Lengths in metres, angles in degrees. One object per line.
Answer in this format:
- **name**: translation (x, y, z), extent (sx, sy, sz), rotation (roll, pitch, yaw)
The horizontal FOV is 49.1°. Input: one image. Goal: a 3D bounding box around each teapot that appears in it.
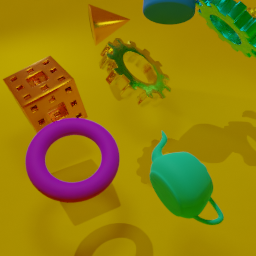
- **teapot**: translation (0.778, 0.720, 4.041), extent (0.762, 0.967, 1.556), rotation (-29, 67, -18)

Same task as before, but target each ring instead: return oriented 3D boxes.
- **ring**: translation (-0.897, 0.483, 4.633), extent (1.525, 0.305, 1.525), rotation (4, 56, -6)

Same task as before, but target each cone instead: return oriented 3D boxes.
- **cone**: translation (-0.555, -3.499, 9.294), extent (1.316, 1.311, 1.311), rotation (-12, 40, -7)

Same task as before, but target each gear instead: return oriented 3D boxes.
- **gear**: translation (0.197, -1.291, 6.473), extent (1.794, 0.332, 1.794), rotation (23, 44, -25)
- **gear**: translation (2.451, -2.481, 6.690), extent (0.362, 1.957, 1.957), rotation (-47, 43, 12)

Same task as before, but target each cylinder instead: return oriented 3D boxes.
- **cylinder**: translation (0.994, -3.257, 6.572), extent (1.215, 1.215, 1.215), rotation (5, -3, 0)

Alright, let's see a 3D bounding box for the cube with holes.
- **cube with holes**: translation (-1.682, -0.605, 5.820), extent (1.079, 1.079, 1.079), rotation (-33, 52, -17)

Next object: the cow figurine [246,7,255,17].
- **cow figurine**: translation (3.188, -2.769, 7.657), extent (0.567, 1.017, 1.033), rotation (-14, 60, -30)
